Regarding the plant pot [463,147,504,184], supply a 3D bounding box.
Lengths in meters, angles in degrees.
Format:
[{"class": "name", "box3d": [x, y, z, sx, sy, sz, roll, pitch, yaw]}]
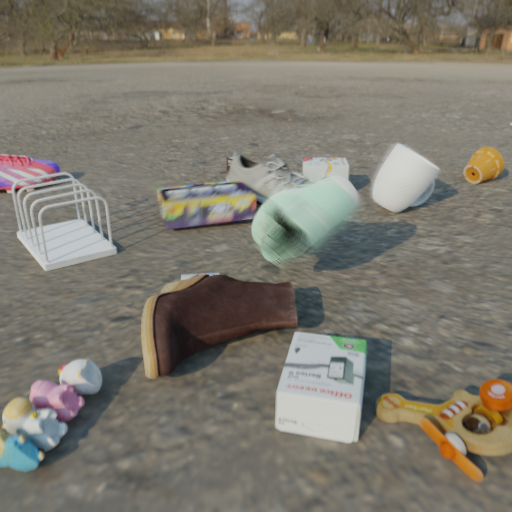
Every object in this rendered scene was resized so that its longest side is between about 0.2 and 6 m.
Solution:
[{"class": "plant pot", "box3d": [6.172, -2.405, 15.381, 0.825, 0.901, 0.901, -33, 37, -26]}]

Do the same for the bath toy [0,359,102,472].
[{"class": "bath toy", "box3d": [-2.419, 1.754, 6.495, 0.585, 0.689, 1.584, -29, 12, 26]}]

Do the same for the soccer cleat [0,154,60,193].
[{"class": "soccer cleat", "box3d": [-6.696, -2.248, 14.514, 3.126, 1.195, 1.043, -15, 28, -29]}]

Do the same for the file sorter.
[{"class": "file sorter", "box3d": [-3.888, -0.762, 11.176, 1.402, 1.258, 2.021, -17, 30, -31]}]

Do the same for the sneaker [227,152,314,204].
[{"class": "sneaker", "box3d": [0.501, -1.821, 13.550, 2.931, 1.202, 1.095, 13, 27, 26]}]

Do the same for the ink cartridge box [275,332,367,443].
[{"class": "ink cartridge box", "box3d": [0.830, 1.559, 6.868, 0.978, 0.563, 1.340, 5, 25, 11]}]

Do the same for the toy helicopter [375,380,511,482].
[{"class": "toy helicopter", "box3d": [2.108, 1.898, 6.326, 1.618, 0.638, 1.070, 3, 31, 32]}]

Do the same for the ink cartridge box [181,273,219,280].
[{"class": "ink cartridge box", "box3d": [-0.959, 0.498, 9.722, 0.683, 0.153, 0.602, -3, 24, -6]}]

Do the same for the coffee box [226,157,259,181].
[{"class": "coffee box", "box3d": [-0.275, -2.240, 15.087, 0.476, 0.683, 1.194, -13, 28, -37]}]

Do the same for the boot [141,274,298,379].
[{"class": "boot", "box3d": [-0.445, 0.884, 7.938, 2.075, 0.902, 2.494, -1, 21, 3]}]

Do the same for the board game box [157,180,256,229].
[{"class": "board game box", "box3d": [-1.165, -1.205, 12.789, 2.030, 0.576, 1.678, -8, 22, -11]}]

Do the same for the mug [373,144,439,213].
[{"class": "mug", "box3d": [3.522, -1.676, 13.069, 1.533, 1.344, 1.132, 19, 24, -31]}]

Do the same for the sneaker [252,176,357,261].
[{"class": "sneaker", "box3d": [0.344, -0.460, 9.531, 1.562, 0.975, 2.648, -38, 7, -33]}]

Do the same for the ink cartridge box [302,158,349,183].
[{"class": "ink cartridge box", "box3d": [1.788, -2.043, 14.498, 1.156, 0.836, 0.840, 1, 24, 2]}]
